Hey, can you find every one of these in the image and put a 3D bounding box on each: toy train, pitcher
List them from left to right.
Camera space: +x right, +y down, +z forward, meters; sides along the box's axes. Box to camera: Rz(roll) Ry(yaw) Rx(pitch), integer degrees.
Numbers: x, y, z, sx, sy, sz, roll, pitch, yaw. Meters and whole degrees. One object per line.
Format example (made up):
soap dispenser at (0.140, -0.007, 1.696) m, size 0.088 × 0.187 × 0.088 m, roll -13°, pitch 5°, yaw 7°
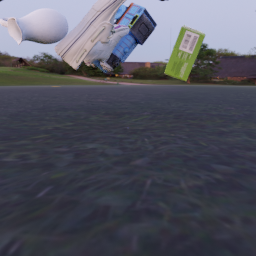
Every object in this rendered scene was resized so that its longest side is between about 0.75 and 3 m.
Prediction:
pitcher at (-2.981, -3.288, 8.952) m, size 1.788 × 1.084 × 1.534 m, roll -26°, pitch 52°, yaw -40°
toy train at (-0.329, -3.313, 10.381) m, size 1.630 × 2.853 × 1.237 m, roll 42°, pitch 5°, yaw 42°

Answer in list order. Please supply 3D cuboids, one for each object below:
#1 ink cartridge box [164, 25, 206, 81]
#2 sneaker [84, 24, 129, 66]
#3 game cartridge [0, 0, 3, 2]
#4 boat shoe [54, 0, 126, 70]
ink cartridge box at (1.941, -2.633, 9.531) m, size 0.792 × 1.546 × 2.091 m, roll 22°, pitch 25°, yaw 5°
sneaker at (-0.736, -2.684, 9.019) m, size 1.891 × 0.942 × 0.708 m, roll -33°, pitch 36°, yaw -16°
game cartridge at (-2.831, -2.576, 5.567) m, size 1.683 × 0.323 × 1.091 m, roll 8°, pitch 45°, yaw 43°
boat shoe at (-0.720, -2.504, 7.038) m, size 2.600 × 0.868 × 0.956 m, roll -34°, pitch 18°, yaw 31°
